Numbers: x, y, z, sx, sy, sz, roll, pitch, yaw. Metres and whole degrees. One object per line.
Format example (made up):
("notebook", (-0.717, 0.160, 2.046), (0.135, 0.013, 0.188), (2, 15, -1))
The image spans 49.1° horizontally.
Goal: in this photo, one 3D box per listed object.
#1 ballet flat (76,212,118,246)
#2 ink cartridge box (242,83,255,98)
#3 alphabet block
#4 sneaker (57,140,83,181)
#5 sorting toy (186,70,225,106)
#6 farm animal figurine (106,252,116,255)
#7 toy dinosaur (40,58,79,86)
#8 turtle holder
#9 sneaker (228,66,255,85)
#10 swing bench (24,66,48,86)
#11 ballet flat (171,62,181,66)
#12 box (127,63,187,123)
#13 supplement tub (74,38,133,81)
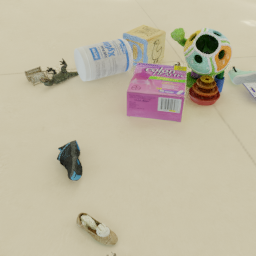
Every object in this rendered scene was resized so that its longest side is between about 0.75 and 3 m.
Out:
("ballet flat", (-0.779, 2.415, 6.758), (1.197, 0.391, 0.422), (20, 43, 22))
("ink cartridge box", (5.990, -1.493, 11.560), (2.307, 0.428, 1.093), (-2, 40, -6))
("alphabet block", (0.784, -4.033, 13.833), (1.526, 1.518, 1.554), (30, 49, 29))
("sneaker", (-1.762, 1.034, 8.414), (0.663, 0.593, 1.618), (-17, 33, -1))
("sorting toy", (3.228, -2.032, 11.671), (1.577, 1.077, 2.625), (0, 39, -1))
("farm animal figurine", (-0.434, 3.140, 5.902), (0.844, 0.424, 0.681), (-31, 29, -28))
("toy dinosaur", (-3.015, -2.531, 12.718), (2.519, 0.598, 1.110), (-28, 64, -34))
("turtle holder", (2.962, -3.188, 10.916), (1.772, 1.656, 2.332), (-30, 79, 14))
("sneaker", (5.351, -2.425, 12.532), (1.675, 0.616, 0.988), (-4, 39, -5))
("swing bench", (-4.078, -2.340, 12.548), (0.780, 0.509, 0.784), (-28, 42, -29))
("ballet flat", (2.115, -2.834, 13.232), (0.384, 0.379, 1.128), (27, 47, 29))
("box", (1.172, -1.458, 10.927), (2.070, 1.138, 2.354), (7, 39, 9))
("supplement tub", (-1.081, -3.066, 12.570), (2.315, 1.527, 1.527), (-19, 43, -21))
